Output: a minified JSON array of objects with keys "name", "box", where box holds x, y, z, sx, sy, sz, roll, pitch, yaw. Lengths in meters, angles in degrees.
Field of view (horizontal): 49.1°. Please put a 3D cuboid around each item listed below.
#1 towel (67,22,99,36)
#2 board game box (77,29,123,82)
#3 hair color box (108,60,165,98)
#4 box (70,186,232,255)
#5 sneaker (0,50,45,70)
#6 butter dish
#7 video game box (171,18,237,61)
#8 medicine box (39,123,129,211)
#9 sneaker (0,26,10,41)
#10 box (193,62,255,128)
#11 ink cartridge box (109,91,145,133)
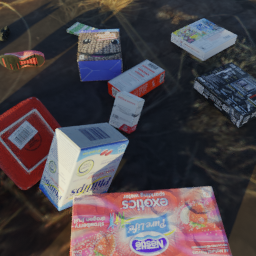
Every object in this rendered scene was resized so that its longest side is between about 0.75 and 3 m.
[{"name":"towel","box":[-1.644,-3.533,10.106,0.937,0.110,0.715,23,52,19]},{"name":"board game box","box":[-0.837,-2.239,8.535,1.267,0.769,1.589,-4,50,-3]},{"name":"hair color box","box":[0.250,-1.303,7.928,1.521,0.466,0.772,-35,57,-25]},{"name":"box","box":[0.300,1.855,4.737,2.399,1.136,1.231,-3,49,-2]},{"name":"sneaker","box":[-3.280,-2.154,8.754,1.368,0.504,0.594,-4,35,-8]},{"name":"butter dish","box":[-2.283,0.350,6.153,1.527,1.129,1.523,-45,107,-33]},{"name":"video game box","box":[2.554,-3.037,9.495,1.644,0.385,1.497,-31,58,-24]},{"name":"medicine box","box":[-0.818,0.670,5.250,0.700,1.360,1.239,37,28,31]},{"name":"sneaker","box":[-4.386,-3.263,9.790,0.372,0.311,0.819,-11,42,3]},{"name":"box","box":[2.910,-0.983,7.660,1.411,0.445,1.789,-26,54,-21]},{"name":"ink cartridge box","box":[-0.037,-0.399,6.850,0.620,0.859,0.360,26,26,20]}]
